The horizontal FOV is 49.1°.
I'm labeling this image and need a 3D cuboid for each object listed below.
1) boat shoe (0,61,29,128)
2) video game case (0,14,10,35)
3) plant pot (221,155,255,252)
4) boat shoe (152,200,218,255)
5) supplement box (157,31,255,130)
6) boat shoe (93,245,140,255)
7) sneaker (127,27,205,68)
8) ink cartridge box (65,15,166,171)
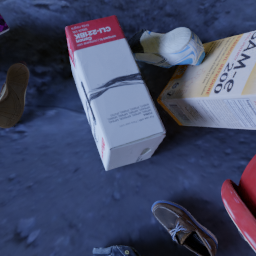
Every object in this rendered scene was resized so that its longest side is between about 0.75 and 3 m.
[{"bbox_3d":[-2.835,-0.827,6.917,0.639,0.637,1.771,14,115,-22],"label":"boat shoe"},{"bbox_3d":[-4.324,-1.790,6.332,2.833,0.507,2.568,-37,33,-20],"label":"video game case"},{"bbox_3d":[3.340,1.437,5.276,2.369,2.602,2.602,-42,76,14],"label":"plant pot"},{"bbox_3d":[1.216,2.191,6.075,1.651,0.597,0.596,32,107,10],"label":"boat shoe"},{"bbox_3d":[2.255,-1.009,5.961,1.079,2.935,1.850,43,68,-29],"label":"supplement box"},{"bbox_3d":[0.244,2.891,5.593,2.264,0.801,1.028,-7,64,17],"label":"boat shoe"},{"bbox_3d":[0.727,-1.883,6.884,0.936,0.944,2.605,-54,36,-9],"label":"sneaker"},{"bbox_3d":[-0.375,-0.647,6.278,1.173,2.021,2.802,-18,73,-12],"label":"ink cartridge box"}]
